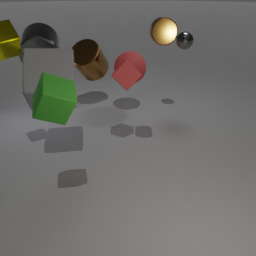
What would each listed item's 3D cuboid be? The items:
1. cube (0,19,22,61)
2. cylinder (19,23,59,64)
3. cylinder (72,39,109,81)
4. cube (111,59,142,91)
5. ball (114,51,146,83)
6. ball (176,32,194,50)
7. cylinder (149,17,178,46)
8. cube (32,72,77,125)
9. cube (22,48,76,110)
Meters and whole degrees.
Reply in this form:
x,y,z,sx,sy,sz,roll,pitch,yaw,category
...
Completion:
x,y,z,sx,sy,sz,roll,pitch,yaw,category
-3.376,-2.360,7.562,0.700,0.700,0.700,-26,74,-26,cube
-3.301,-3.024,10.517,1.400,1.400,1.400,-5,41,-10,cylinder
-1.752,-3.091,12.840,1.400,1.400,1.400,-5,70,14,cylinder
-0.048,-1.730,9.088,0.700,0.700,0.700,43,9,-11,cube
0.089,-2.637,12.246,1.400,1.400,1.400,0,28,0,ball
2.296,-3.536,11.337,0.700,0.700,0.700,0,28,0,ball
0.953,-2.637,7.607,0.700,0.700,0.700,0,23,0,cylinder
-1.521,-0.594,5.771,0.700,0.700,0.700,13,41,-28,cube
-2.311,-1.427,8.436,1.400,1.400,1.400,-3,-15,-10,cube
